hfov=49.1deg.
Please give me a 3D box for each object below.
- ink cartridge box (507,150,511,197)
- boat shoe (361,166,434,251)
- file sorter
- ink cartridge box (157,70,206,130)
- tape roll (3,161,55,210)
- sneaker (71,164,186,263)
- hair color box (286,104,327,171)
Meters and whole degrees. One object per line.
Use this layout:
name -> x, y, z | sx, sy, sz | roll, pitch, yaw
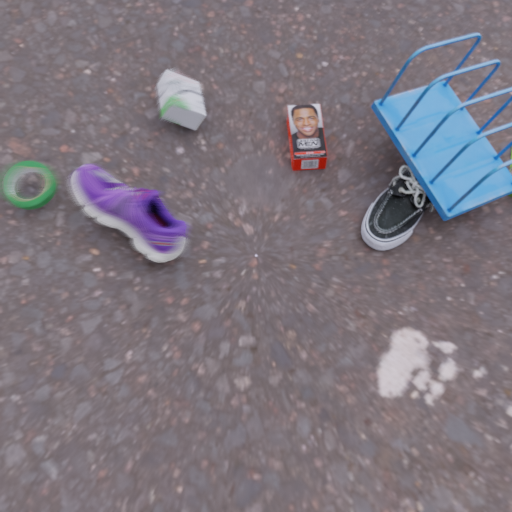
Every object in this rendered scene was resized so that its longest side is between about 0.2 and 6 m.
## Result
ink cartridge box -> 5.784, -1.805, 11.513 | 1.005, 0.515, 1.360 | 13, 64, 7
boat shoe -> 3.105, -1.247, 10.982 | 2.751, 0.939, 1.016 | -39, 69, -18
file sorter -> 3.811, -2.397, 10.244 | 1.876, 1.658, 2.703 | -21, 73, -21
ink cartridge box -> -1.619, -3.361, 12.043 | 0.836, 0.481, 1.146 | 13, 48, -34
tape roll -> -4.519, -1.408, 11.177 | 0.958, 0.230, 0.958 | 1, 77, -5
sneaker -> -2.298, -1.014, 10.517 | 2.559, 1.068, 1.032 | 35, 41, 7
hair color box -> 1.065, -2.536, 11.930 | 0.733, 0.442, 1.444 | -4, 62, -1
